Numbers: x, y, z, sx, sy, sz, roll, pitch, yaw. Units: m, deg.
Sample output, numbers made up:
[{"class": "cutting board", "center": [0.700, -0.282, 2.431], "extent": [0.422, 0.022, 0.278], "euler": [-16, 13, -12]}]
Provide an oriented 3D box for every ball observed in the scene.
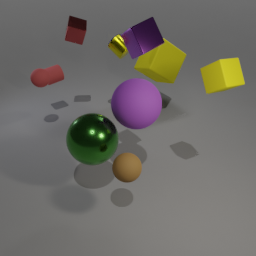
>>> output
[{"class": "ball", "center": [-0.023, 0.934, 6.607], "extent": [0.700, 0.700, 0.700], "euler": [0, 31, 0]}, {"class": "ball", "center": [0.231, -0.660, 7.716], "extent": [1.400, 1.400, 1.400], "euler": [0, 31, 0]}, {"class": "ball", "center": [-0.949, 0.298, 7.516], "extent": [1.400, 1.400, 1.400], "euler": [0, 31, 0]}, {"class": "ball", "center": [-3.265, -1.861, 10.424], "extent": [0.700, 0.700, 0.700], "euler": [0, 31, 0]}]

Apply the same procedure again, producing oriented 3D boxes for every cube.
[{"class": "cube", "center": [2.402, -1.323, 7.149], "extent": [0.700, 0.700, 0.700], "euler": [-13, -2, -30]}, {"class": "cube", "center": [0.362, -2.265, 7.114], "extent": [0.700, 0.700, 0.700], "euler": [-32, 14, -18]}, {"class": "cube", "center": [1.383, -2.895, 12.215], "extent": [1.400, 1.400, 1.400], "euler": [24, 0, -30]}, {"class": "cube", "center": [-2.030, -3.800, 10.906], "extent": [0.700, 0.700, 0.700], "euler": [10, 52, -19]}]

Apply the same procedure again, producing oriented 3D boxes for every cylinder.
[{"class": "cylinder", "center": [-0.321, -3.244, 11.174], "extent": [0.700, 0.700, 0.700], "euler": [45, 40, 0]}, {"class": "cylinder", "center": [-3.210, -2.283, 12.023], "extent": [0.700, 0.700, 0.700], "euler": [-28, 40, -26]}]
